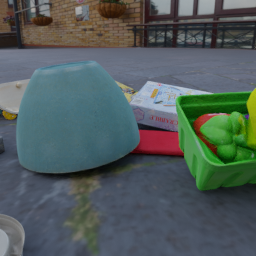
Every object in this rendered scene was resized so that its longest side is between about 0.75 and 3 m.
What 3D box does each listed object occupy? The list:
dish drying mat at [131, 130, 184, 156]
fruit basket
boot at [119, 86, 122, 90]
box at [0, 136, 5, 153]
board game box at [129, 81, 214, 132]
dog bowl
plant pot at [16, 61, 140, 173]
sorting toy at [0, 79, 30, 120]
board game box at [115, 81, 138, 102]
[{"bbox_3d":[0.782,0.393,7.321,2.996,0.273,1.151,4,22,7],"label":"dish drying mat"},{"bbox_3d":[2.408,-0.126,4.984,2.898,2.898,2.090,-4,45,-12],"label":"fruit basket"},{"bbox_3d":[-1.149,-1.000,9.052,2.239,1.085,0.836,19,0,30],"label":"boot"},{"bbox_3d":[-4.183,0.368,7.122,1.394,0.425,1.760,-18,26,-41],"label":"box"},{"bbox_3d":[1.670,-0.689,9.102,2.820,0.582,2.827,13,26,12],"label":"board game box"},{"bbox_3d":[-2.008,1.668,3.484,1.423,0.417,1.423,-1,19,0],"label":"dog bowl"},{"bbox_3d":[-1.299,-0.508,6.750,2.984,2.010,2.984,-7,18,2],"label":"plant pot"},{"bbox_3d":[-4.436,-1.151,10.496,2.165,1.285,2.405,7,20,40],"label":"sorting toy"},{"bbox_3d":[-0.513,-1.173,10.732,1.844,0.471,2.722,-16,35,-39],"label":"board game box"}]
